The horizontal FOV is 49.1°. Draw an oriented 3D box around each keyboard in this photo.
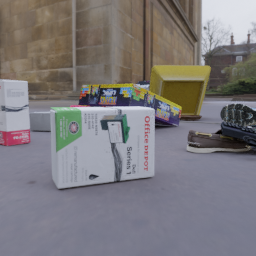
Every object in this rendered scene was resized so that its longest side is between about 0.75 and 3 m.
[{"bbox_3d":[2.860,0.242,5.595,1.950,0.201,1.239,13,22,10],"label":"keyboard"}]

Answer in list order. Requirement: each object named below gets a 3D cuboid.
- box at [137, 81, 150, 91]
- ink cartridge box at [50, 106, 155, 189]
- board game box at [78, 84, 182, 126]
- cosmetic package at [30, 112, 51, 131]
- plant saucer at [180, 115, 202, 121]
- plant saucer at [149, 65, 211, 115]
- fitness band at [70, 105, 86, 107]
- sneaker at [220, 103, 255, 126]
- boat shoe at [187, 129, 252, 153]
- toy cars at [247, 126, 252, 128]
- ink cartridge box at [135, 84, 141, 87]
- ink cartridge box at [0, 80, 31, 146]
[{"bbox_3d":[1.780,-1.673,15.237,2.734,1.569,1.807,-2,22,15],"label":"box"},{"bbox_3d":[-0.349,0.220,4.042,1.433,1.047,0.604,-3,8,-22],"label":"ink cartridge box"},{"bbox_3d":[0.133,-0.786,10.293,2.476,0.849,2.996,8,-5,42],"label":"board game box"},{"bbox_3d":[-2.442,-0.226,9.426,1.516,0.684,0.810,-1,5,14],"label":"cosmetic package"},{"bbox_3d":[2.914,-0.483,13.289,1.181,0.216,1.181,0,8,0],"label":"plant saucer"},{"bbox_3d":[2.524,-1.602,13.888,2.930,2.930,0.710,-1,36,-7],"label":"plant saucer"},{"bbox_3d":[-1.014,-0.399,10.135,2.222,0.416,1.596,12,-4,-10],"label":"fitness band"},{"bbox_3d":[4.724,-0.365,10.785,2.259,0.885,1.016,9,-6,25],"label":"sneaker"},{"bbox_3d":[2.061,0.249,6.152,1.609,0.479,0.578,-1,7,-12],"label":"boat shoe"},{"bbox_3d":[3.749,0.006,9.317,0.909,0.201,0.407,2,8,16],"label":"toy cars"},{"bbox_3d":[-0.196,-1.135,12.611,1.291,0.757,1.763,-1,-30,-14],"label":"ink cartridge box"},{"bbox_3d":[-3.062,-0.414,7.095,1.131,1.562,0.659,6,9,41],"label":"ink cartridge box"}]
